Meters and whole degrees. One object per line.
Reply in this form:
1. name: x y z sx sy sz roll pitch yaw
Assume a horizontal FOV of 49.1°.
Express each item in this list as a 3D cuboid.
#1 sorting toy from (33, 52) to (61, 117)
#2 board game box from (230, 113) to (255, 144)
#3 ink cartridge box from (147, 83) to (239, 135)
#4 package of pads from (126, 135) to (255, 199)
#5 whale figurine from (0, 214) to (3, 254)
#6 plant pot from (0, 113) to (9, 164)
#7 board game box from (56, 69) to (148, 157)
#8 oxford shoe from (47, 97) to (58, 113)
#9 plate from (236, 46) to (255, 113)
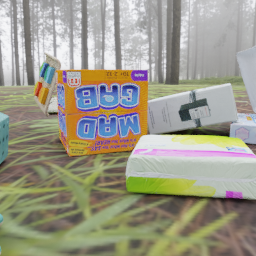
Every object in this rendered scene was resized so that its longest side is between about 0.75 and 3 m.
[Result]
1. sorting toy: -2.617 -1.421 8.801 0.322 1.764 1.632 8 17 -32
2. board game box: 4.321 0.020 8.096 2.502 0.516 2.508 5 12 22
3. ink cartridge box: 1.986 -0.613 8.659 2.533 1.052 1.857 -10 6 20
4. package of pads: 1.067 0.575 4.787 2.002 0.683 1.547 2 11 10
5. whale figurine: -1.726 0.996 2.818 0.920 0.600 1.156 -11 15 -44
6. plant pot: -3.392 0.190 5.316 1.965 1.389 1.388 5 10 -11
7. board game box: -0.740 -0.525 7.192 1.922 1.921 1.920 -4 12 -19
8. oxford shoe: -3.580 -1.154 13.790 0.924 0.710 2.459 2 13 -7
9. plate: 4.245 -1.495 8.843 0.359 2.220 2.216 -19 6 4
